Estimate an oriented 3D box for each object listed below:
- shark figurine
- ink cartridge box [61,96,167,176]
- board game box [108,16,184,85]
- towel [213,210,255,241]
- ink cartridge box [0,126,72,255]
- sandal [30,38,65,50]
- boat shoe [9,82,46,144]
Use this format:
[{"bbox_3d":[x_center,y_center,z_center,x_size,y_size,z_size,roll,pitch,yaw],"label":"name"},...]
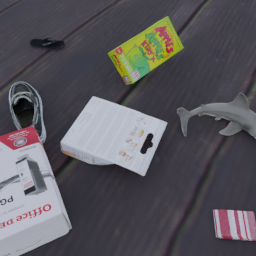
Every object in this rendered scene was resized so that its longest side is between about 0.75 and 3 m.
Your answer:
[{"bbox_3d":[2.913,-0.556,8.347,2.867,1.196,1.713,11,51,6],"label":"shark figurine"},{"bbox_3d":[-0.362,0.248,8.123,2.487,0.623,2.017,22,54,9],"label":"ink cartridge box"},{"bbox_3d":[0.661,-2.684,9.699,2.459,1.249,0.585,-37,16,-19],"label":"board game box"},{"bbox_3d":[2.587,2.318,6.735,0.988,0.112,0.712,3,51,2],"label":"towel"},{"bbox_3d":[-2.748,1.491,6.725,1.969,1.112,2.682,-21,54,-17],"label":"ink cartridge box"},{"bbox_3d":[-3.209,-3.356,11.054,1.390,0.298,0.528,4,52,3],"label":"sandal"},{"bbox_3d":[-3.080,-0.665,8.534,0.958,0.942,2.657,-21,55,-16],"label":"boat shoe"}]
